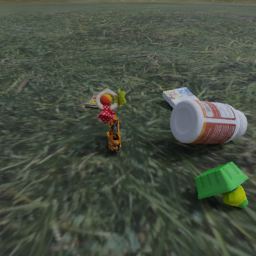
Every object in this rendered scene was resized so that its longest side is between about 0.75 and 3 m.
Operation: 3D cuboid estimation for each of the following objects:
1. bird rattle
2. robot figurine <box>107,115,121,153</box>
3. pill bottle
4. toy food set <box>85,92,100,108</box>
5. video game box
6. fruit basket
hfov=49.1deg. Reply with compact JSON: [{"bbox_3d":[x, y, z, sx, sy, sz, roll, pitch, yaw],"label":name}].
[{"bbox_3d":[-0.447,-0.553,6.536,0.696,0.481,0.853,41,79,16],"label":"bird rattle"},{"bbox_3d":[-0.349,0.147,6.994,0.317,0.790,1.090,-6,26,0],"label":"robot figurine"},{"bbox_3d":[2.043,-0.125,6.939,1.842,1.033,1.033,3,24,-32],"label":"pill bottle"},{"bbox_3d":[-1.025,-0.968,9.491,0.641,0.270,0.893,6,33,12],"label":"toy food set"},{"bbox_3d":[1.781,-0.977,9.384,0.972,0.227,0.885,-13,48,-24],"label":"video game box"},{"bbox_3d":[1.816,1.160,5.214,0.684,0.948,0.948,-20,35,-35],"label":"fruit basket"}]
